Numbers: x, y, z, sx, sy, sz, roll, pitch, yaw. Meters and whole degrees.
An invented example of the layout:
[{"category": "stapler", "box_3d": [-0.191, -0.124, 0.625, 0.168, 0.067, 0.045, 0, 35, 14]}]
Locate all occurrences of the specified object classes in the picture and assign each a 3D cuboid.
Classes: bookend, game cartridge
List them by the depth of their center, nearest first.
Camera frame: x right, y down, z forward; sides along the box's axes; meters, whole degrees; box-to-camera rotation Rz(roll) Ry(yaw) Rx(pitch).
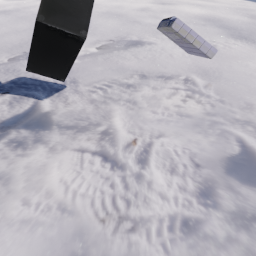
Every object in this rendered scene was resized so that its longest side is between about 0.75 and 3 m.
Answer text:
[{"category": "game cartridge", "box_3d": [1.302, -2.121, 6.538, 1.181, 0.350, 1.822, 38, 12, -15]}, {"category": "bookend", "box_3d": [-1.840, -3.053, 7.777, 1.199, 2.603, 2.587, 15, 69, -21]}]
